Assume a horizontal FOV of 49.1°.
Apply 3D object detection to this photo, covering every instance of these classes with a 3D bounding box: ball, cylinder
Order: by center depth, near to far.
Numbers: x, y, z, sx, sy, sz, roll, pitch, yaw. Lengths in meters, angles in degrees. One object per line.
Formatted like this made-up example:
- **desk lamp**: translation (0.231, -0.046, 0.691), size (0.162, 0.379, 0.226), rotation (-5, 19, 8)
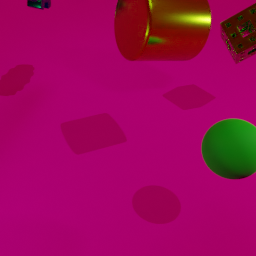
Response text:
- **ball**: translation (1.563, 0.311, 4.183), size (0.904, 0.904, 0.904), rotation (0, 42, 0)
- **cylinder**: translation (0.569, -1.820, 4.920), size (1.253, 1.253, 1.253), rotation (-7, 41, -27)

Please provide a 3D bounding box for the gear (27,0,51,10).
- **gear**: translation (-2.053, -3.804, 6.537), size (0.349, 1.886, 1.886), rotation (12, 43, 2)

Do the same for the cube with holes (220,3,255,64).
- **cube with holes**: translation (2.892, -2.281, 6.902), size (0.884, 0.884, 0.884), rotation (-27, 79, 16)
